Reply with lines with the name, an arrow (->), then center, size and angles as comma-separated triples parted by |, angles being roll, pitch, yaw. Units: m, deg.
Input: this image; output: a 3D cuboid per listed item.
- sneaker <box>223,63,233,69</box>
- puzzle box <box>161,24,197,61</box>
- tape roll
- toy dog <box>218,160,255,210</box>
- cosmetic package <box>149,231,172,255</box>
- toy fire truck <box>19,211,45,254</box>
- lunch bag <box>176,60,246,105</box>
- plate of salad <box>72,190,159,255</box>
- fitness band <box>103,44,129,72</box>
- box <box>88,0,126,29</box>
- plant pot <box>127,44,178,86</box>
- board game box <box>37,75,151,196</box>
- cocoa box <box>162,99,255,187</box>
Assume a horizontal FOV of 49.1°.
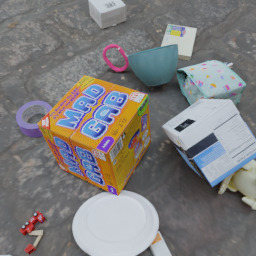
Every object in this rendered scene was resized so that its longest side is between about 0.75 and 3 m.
sneaker -> 4.431, -3.021, 13.424 | 1.027, 0.414, 0.752 | -31, 64, -14
puzzle box -> 2.633, -4.495, 14.554 | 1.593, 0.304, 2.394 | 13, 55, 9
tape roll -> -3.734, -0.379, 11.408 | 1.444, 0.614, 1.444 | 0, 53, 0
toy dog -> 4.384, 1.888, 9.470 | 2.077, 1.449, 2.014 | 27, 26, 19
cosmetic package -> 0.963, 3.724, 8.633 | 0.459, 0.322, 0.905 | -21, 58, -15
toy fire truck -> -2.999, 3.322, 8.952 | 0.792, 0.274, 1.123 | 31, 59, 20
lunch bag -> 3.399, -1.905, 11.975 | 2.015, 1.442, 2.365 | -18, 52, -12
plate of salad -> -0.378, 3.011, 8.825 | 2.686, 0.645, 2.686 | -2, 31, 1
fitness band -> -0.555, -3.206, 12.925 | 0.980, 1.365, 0.255 | -26, 35, 24
box -> -1.152, -6.544, 15.583 | 1.570, 1.031, 1.578 | -25, 58, -17
plant pot -> 1.201, -2.693, 12.335 | 2.233, 1.504, 2.233 | -12, 17, 4
board game box -> -0.929, 0.222, 9.574 | 2.545, 2.545, 2.547 | 20, 55, 23
cocoa box -> 2.514, 0.313, 9.002 | 1.863, 2.794, 1.833 | -35, 96, 2
